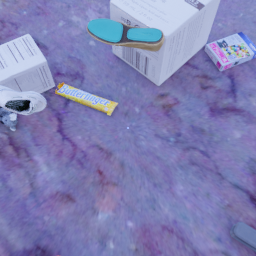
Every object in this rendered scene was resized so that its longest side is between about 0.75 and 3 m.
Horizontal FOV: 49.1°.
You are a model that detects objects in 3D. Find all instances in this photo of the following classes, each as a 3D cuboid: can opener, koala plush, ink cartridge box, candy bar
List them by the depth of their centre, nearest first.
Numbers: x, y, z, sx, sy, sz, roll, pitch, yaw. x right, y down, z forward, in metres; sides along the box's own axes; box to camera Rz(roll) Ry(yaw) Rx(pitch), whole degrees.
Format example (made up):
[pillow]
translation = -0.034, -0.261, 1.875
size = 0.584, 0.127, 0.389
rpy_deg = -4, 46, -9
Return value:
[can opener]
translation = 3.844, 3.424, 7.178
size = 2.603, 0.685, 0.865
rpy_deg = 35, 68, 17
[koala plush]
translation = -3.955, -0.348, 9.192
size = 0.847, 0.751, 0.778
rpy_deg = 37, 38, 18
[candy bar]
translation = -1.493, -1.042, 9.819
size = 2.300, 0.255, 0.573
rpy_deg = 22, 64, 11
[ink cartridge box]
translation = 4.123, -3.022, 10.806
size = 1.985, 0.416, 1.184
rpy_deg = -21, 64, -13

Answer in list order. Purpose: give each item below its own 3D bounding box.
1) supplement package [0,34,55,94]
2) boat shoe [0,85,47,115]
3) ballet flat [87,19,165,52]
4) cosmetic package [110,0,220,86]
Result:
[supplement package]
translation = -4.064, -1.746, 9.488
size = 2.608, 1.484, 1.429
rpy_deg = -29, 67, -16
[boat shoe]
translation = -2.746, -0.590, 7.368
size = 0.620, 1.858, 0.683
rpy_deg = 41, 105, 20
[ballet flat]
translation = -0.077, -2.424, 7.605
size = 2.130, 0.671, 0.731
rpy_deg = 14, 76, 10
[cosmetic package]
translation = 1.254, -3.671, 9.967
size = 2.438, 2.440, 2.958
rpy_deg = 39, 68, 19
